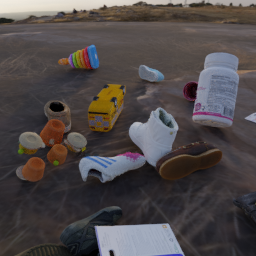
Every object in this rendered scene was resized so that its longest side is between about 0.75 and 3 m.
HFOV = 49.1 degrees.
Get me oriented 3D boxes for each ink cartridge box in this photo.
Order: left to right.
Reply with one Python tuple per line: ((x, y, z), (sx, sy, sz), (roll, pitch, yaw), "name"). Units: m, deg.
((0.284, 2.554, 5.337), (1.695, 0.368, 1.679), (5, 25, -18), "ink cartridge box")

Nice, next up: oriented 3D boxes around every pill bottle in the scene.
((3.442, -1.438, 10.860), (1.486, 2.621, 1.486), (11, -6, 1), "pill bottle")

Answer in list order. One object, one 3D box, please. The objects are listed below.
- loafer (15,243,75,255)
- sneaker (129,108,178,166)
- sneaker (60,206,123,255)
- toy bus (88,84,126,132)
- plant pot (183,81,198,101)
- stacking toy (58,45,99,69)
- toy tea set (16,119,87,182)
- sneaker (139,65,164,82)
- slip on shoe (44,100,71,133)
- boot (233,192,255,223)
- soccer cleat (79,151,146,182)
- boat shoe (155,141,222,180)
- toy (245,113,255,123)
((-1.868, 2.690, 5.123), (1.922, 0.648, 0.731), (2, 26, -34), "loafer")
((0.862, -0.002, 9.224), (0.987, 1.549, 2.680), (8, 20, -22), "sneaker")
((-0.556, 2.291, 5.979), (0.941, 0.628, 1.643), (43, 28, 24), "sneaker")
((-0.801, -0.982, 11.860), (0.934, 1.123, 2.870), (4, 27, 11), "toy bus")
((3.319, -1.835, 13.927), (0.948, 0.948, 0.849), (18, 16, 32), "plant pot")
((-3.500, -4.682, 19.279), (2.761, 1.515, 1.602), (-7, 22, 10), "stacking toy")
((-2.634, 0.764, 8.988), (1.602, 0.997, 2.694), (39, 34, 9), "toy tea set")
((1.406, -3.222, 16.941), (0.875, 0.790, 2.136), (2, 28, -30), "sneaker")
((-2.962, -0.745, 11.688), (1.076, 0.858, 2.831), (-7, 27, -14), "slip on shoe")
((3.584, 1.988, 6.488), (1.812, 0.627, 1.577), (-4, 27, -3), "boot")
((-0.420, 1.208, 8.187), (1.982, 0.692, 0.856), (-2, 50, -10), "soccer cleat")
((1.737, 0.920, 8.454), (2.338, 0.823, 0.822), (-7, 31, -31), "boat shoe")
((6.269, -0.421, 11.376), (1.402, 0.575, 2.434), (-19, 32, -35), "toy")
